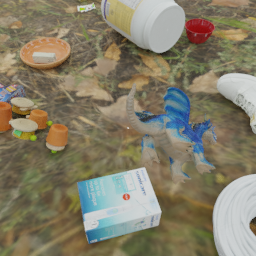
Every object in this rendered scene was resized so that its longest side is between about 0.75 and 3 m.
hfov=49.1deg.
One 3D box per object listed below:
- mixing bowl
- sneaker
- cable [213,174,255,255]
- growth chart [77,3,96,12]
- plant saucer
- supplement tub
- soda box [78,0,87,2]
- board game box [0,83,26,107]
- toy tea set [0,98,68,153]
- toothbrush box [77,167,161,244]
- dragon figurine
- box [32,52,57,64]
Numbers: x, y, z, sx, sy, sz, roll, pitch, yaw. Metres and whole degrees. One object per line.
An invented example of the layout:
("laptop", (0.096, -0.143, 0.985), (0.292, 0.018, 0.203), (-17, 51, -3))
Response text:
("mixing bowl", (2.860, -3.852, 11.376), (1.179, 0.639, 1.179), (0, 48, 0))
("sneaker", (3.712, -0.675, 8.306), (2.589, 0.954, 1.496), (26, 50, 20))
("cable", (2.986, 2.127, 5.754), (2.501, 0.866, 2.501), (-1, 53, 2))
("growth chart", (-2.012, -5.806, 13.531), (0.902, 0.080, 0.653), (-15, 51, -12))
("plant saucer", (-3.111, -2.816, 10.645), (1.865, 0.349, 1.865), (1, 47, -1))
("supplement tub", (0.553, -4.370, 10.844), (2.104, 2.104, 2.894), (-30, 55, -24))
("soda box", (-1.992, -6.787, 14.195), (1.235, 0.395, 0.418), (-30, 53, -24))
("board game box", (-4.113, -0.989, 8.929), (1.421, 0.438, 1.420), (32, 54, 26))
("toy tea set", (-2.893, 0.034, 7.925), (2.589, 0.958, 1.539), (31, 25, 29))
("toothbrush box", (-0.221, 1.714, 6.315), (1.637, 0.698, 1.199), (-10, 49, -11))
("dragon figurine", (0.621, -0.055, 4.362), (0.821, 2.790, 1.387), (-31, 45, 27))
("box", (-3.054, -2.563, 10.261), (0.797, 0.327, 0.272), (5, 49, 4))
